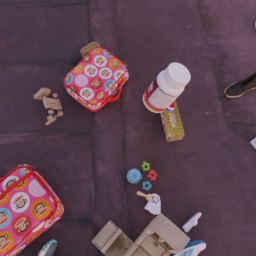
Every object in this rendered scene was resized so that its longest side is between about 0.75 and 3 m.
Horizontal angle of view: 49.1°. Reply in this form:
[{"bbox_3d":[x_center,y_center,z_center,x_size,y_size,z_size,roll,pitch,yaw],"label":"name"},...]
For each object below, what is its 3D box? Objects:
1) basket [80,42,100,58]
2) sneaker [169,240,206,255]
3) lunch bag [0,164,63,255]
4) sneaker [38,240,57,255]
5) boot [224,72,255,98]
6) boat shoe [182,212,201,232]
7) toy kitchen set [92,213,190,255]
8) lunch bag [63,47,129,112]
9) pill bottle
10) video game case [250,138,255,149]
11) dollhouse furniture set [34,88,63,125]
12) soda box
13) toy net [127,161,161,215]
[{"bbox_3d":[-1.440,-2.956,11.027,0.758,0.565,0.541,-36,42,-11],"label":"basket"},{"bbox_3d":[1.768,3.913,8.488,1.424,0.545,0.575,-30,80,-3],"label":"sneaker"},{"bbox_3d":[-3.650,2.530,8.700,2.690,1.102,2.370,-41,71,-14],"label":"lunch bag"},{"bbox_3d":[-2.430,4.406,8.254,0.956,0.813,2.095,22,77,-7],"label":"sneaker"},{"bbox_3d":[4.300,-1.677,10.146,1.513,1.047,0.586,-24,72,-8],"label":"boot"},{"bbox_3d":[2.075,3.008,8.929,0.764,0.281,0.250,-41,79,-2],"label":"boat shoe"},{"bbox_3d":[0.001,3.369,7.755,1.969,2.177,2.413,39,71,14],"label":"toy kitchen set"},{"bbox_3d":[-1.040,-1.724,10.238,1.901,0.884,2.158,39,74,11],"label":"lunch bag"},{"bbox_3d":[1.214,-1.264,8.969,0.925,1.689,0.925,11,59,-19],"label":"pill bottle"},{"bbox_3d":[5.135,0.760,9.774,1.025,0.129,1.431,-34,74,-12],"label":"video game case"},{"bbox_3d":[-2.844,-0.741,10.148,0.556,0.651,1.256,-33,69,31],"label":"dollhouse furniture set"},{"bbox_3d":[1.505,-0.418,9.963,0.581,0.549,1.716,-10,71,-2],"label":"soda box"},{"bbox_3d":[0.669,2.010,9.252,0.891,0.328,1.699,-26,74,-12],"label":"toy net"}]
